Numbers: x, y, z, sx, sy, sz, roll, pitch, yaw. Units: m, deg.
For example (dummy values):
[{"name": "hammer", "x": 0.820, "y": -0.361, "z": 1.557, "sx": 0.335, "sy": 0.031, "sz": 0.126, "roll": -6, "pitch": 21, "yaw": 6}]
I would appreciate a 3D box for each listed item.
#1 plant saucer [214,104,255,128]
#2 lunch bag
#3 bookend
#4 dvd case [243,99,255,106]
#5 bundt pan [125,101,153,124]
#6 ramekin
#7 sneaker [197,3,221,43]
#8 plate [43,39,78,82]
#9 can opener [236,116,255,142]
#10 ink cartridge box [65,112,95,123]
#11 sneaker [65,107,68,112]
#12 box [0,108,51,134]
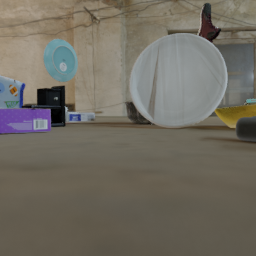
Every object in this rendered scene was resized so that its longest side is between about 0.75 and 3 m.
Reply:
[{"name": "plant saucer", "x": 3.926, "y": -0.281, "z": 7.412, "sx": 2.468, "sy": 0.598, "sz": 2.468, "roll": -1, "pitch": 1, "yaw": -8}, {"name": "lunch bag", "x": -5.261, "y": -1.003, "z": 9.109, "sx": 2.903, "sy": 1.798, "sz": 2.468, "roll": -5, "pitch": -13, "yaw": 33}, {"name": "bookend", "x": -2.627, "y": -0.686, "z": 8.643, "sx": 0.612, "sy": 1.329, "sz": 1.321, "roll": 2, "pitch": 3, "yaw": 37}, {"name": "dvd case", "x": 4.062, "y": -0.506, "z": 8.973, "sx": 1.002, "sy": 0.151, "sz": 1.373, "roll": -6, "pitch": -31, "yaw": 0}, {"name": "bundt pan", "x": 1.058, "y": -0.633, "z": 11.637, "sx": 2.444, "sy": 0.917, "sz": 2.444, "roll": 0, "pitch": 2, "yaw": 0}, {"name": "ramekin", "x": 1.494, "y": -1.249, "z": 8.175, "sx": 2.714, "sy": 2.714, "sz": 1.264, "roll": 1, "pitch": -8, "yaw": 23}, {"name": "sneaker", "x": 3.040, "y": -3.771, "z": 10.159, "sx": 0.551, "sy": 1.456, "sz": 0.841, "roll": -8, "pitch": 20, "yaw": -41}, {"name": "plate", "x": -1.873, "y": -1.942, "z": 8.061, "sx": 0.155, "sy": 1.216, "sz": 1.216, "roll": 3, "pitch": 4, "yaw": 38}, {"name": "can opener", "x": 2.463, "y": -0.086, "z": 3.514, "sx": 0.594, "sy": 0.750, "sz": 2.257, "roll": -3, "pitch": 0, "yaw": -34}, {"name": "ink cartridge box", "x": -2.795, "y": -0.406, "z": 11.831, "sx": 2.109, "sy": 0.457, "sz": 2.071, "roll": -3, "pitch": 1, "yaw": 23}, {"name": "sneaker", "x": -2.923, "y": -0.792, "z": 12.222, "sx": 0.992, "sy": 0.362, "sz": 0.555, "roll": -3, "pitch": 1, "yaw": 27}, {"name": "box", "x": -3.368, "y": -0.176, "z": 6.040, "sx": 2.793, "sy": 0.546, "sz": 1.911, "roll": -2, "pitch": 4, "yaw": -40}]
